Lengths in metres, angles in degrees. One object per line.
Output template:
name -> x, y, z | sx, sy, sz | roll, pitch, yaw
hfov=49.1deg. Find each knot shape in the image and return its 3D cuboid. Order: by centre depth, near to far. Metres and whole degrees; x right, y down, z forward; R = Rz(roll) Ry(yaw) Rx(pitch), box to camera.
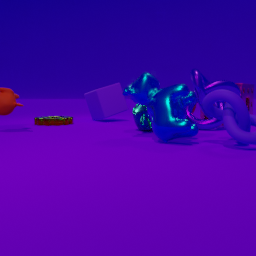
knot shape -> 2.093, -0.270, 5.557 | 1.327, 0.655, 1.418 | 36, 17, -8
knot shape -> 2.415, -0.741, 8.454 | 1.969, 1.843, 0.910 | 34, -22, -12

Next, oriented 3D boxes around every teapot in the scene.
teapot -> 0.609, -0.525, 7.997 | 1.109, 0.874, 1.784 | -25, 27, 31

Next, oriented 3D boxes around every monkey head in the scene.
monkey head -> -3.358, -0.685, 7.736 | 1.205, 0.726, 0.867 | -13, -8, 16

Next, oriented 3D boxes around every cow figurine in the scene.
cow figurine -> 0.652, -0.451, 6.153 | 1.631, 1.657, 0.910 | -10, -19, 32

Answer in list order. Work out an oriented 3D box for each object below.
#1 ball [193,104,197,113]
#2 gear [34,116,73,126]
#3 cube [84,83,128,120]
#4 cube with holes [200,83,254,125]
ball -> 2.235, -1.003, 11.842 | 1.290, 1.290, 1.290 | 0, 7, 0
gear -> -2.616, -0.263, 9.927 | 1.329, 0.246, 1.329 | 0, 7, 0
cube -> -0.871, -1.033, 11.074 | 1.120, 1.120, 1.120 | -23, 10, -32
cube with holes -> 3.533, -0.849, 9.966 | 1.393, 1.393, 1.393 | 5, 8, 39
